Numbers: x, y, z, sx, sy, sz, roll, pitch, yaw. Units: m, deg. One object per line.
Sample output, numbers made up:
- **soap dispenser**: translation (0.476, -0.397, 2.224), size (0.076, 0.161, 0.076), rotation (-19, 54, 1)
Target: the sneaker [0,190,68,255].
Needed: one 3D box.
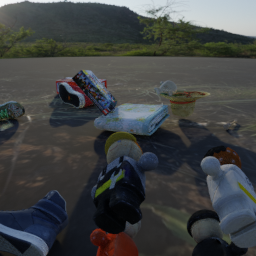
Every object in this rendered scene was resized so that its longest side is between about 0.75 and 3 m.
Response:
- **sneaker**: translation (-1.822, 1.518, 4.836), size (1.611, 0.612, 1.164), rotation (15, 32, 14)

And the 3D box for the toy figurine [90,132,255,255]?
- **toy figurine**: translation (0.556, 1.173, 3.696), size (2.124, 2.091, 1.478), rotation (2, 29, 4)

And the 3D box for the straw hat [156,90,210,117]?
- **straw hat**: translation (2.318, -0.990, 11.802), size (2.323, 0.983, 2.323), rotation (0, 15, 0)

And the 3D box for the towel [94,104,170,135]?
- **towel**: translation (0.249, -0.374, 10.624), size (2.136, 0.601, 2.495), rotation (3, 20, 26)

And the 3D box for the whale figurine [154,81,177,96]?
- **whale figurine**: translation (1.489, -1.516, 11.287), size (0.985, 0.511, 0.783), rotation (-20, 66, -25)

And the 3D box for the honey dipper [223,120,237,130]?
- **honey dipper**: translation (3.989, -0.170, 10.816), size (0.226, 0.226, 1.190), rotation (13, 21, 35)

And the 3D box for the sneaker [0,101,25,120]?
- **sneaker**: translation (-5.233, -0.552, 11.414), size (2.042, 0.785, 0.905), rotation (-4, 30, 6)

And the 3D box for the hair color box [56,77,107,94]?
- **hair color box**: translation (-2.799, -2.510, 16.925), size (2.692, 0.860, 1.493), rotation (5, 19, 19)

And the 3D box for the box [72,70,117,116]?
- **box**: translation (-1.140, -1.363, 10.413), size (0.463, 1.677, 2.456), rotation (-40, 8, 7)

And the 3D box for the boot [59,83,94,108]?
- **boot**: translation (-2.325, -1.775, 14.630), size (1.918, 0.963, 2.659), rotation (-14, 31, -37)
